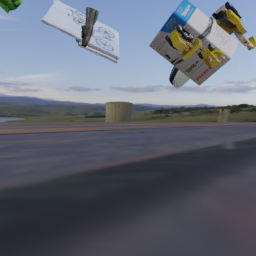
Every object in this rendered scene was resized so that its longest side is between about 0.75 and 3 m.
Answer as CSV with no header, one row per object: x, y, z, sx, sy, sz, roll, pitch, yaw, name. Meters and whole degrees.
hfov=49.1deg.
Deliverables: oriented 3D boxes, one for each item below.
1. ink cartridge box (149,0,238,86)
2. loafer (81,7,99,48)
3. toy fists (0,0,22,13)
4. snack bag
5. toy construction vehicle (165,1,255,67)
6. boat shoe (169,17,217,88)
1.720,-2.217,7.457,1.854,0.781,1.353,37,-33,-5,ink cartridge box
-1.049,-2.565,7.104,0.339,1.077,0.387,22,-18,-25,loafer
-3.755,-4.099,8.145,0.515,0.763,1.497,44,0,42,toy fists
-1.415,-3.156,8.993,2.555,0.274,2.409,22,34,-19,snack bag
1.770,-1.762,5.788,1.547,0.545,1.347,23,-44,-39,toy construction vehicle
2.262,-2.784,10.244,0.879,2.913,1.101,32,-10,28,boat shoe
